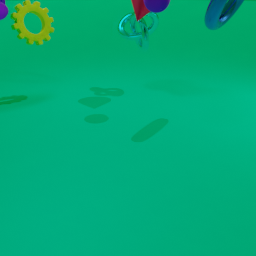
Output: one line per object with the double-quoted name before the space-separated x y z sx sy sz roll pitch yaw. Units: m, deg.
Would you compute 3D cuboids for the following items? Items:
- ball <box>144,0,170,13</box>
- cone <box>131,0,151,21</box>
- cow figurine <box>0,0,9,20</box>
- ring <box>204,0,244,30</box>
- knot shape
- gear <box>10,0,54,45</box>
"ball" 0.797 -3.563 7.698 0.740 0.740 0.740 0 27 0
"cone" 0.441 -3.842 8.905 1.152 1.152 1.156 10 69 18
"cow figurine" -2.805 -2.267 5.146 1.720 0.944 1.693 -51 41 -3
"ring" 2.562 -3.276 6.990 0.356 1.780 1.780 41 42 16
"knot shape" 0.441 -3.606 10.505 1.611 1.508 0.744 -3 23 39
"gear" -3.218 -3.542 9.491 1.403 1.403 0.260 -22 20 -36
